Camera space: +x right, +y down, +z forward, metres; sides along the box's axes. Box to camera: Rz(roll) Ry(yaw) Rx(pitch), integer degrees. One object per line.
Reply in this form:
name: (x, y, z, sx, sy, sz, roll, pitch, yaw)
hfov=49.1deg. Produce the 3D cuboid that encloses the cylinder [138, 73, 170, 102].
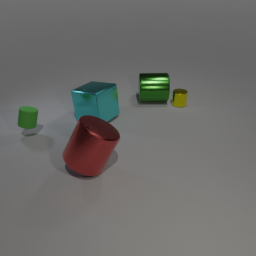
cylinder: (1.239, -1.973, 13.644, 1.400, 1.400, 1.400, -1, 30, 0)

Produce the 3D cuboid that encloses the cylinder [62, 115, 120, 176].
cylinder: (-1.155, 0.540, 8.810, 1.400, 1.400, 1.400, 25, 21, -10)

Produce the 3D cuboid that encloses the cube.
cube: (-1.365, -1.090, 11.964, 1.400, 1.400, 1.400, 11, 31, 32)

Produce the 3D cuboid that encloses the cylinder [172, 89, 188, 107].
cylinder: (2.485, -1.450, 13.447, 0.700, 0.700, 0.700, 0, 29, 0)

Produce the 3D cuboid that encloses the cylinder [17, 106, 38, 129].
cylinder: (-3.856, -0.410, 10.785, 0.700, 0.700, 0.700, 12, 19, -4)
